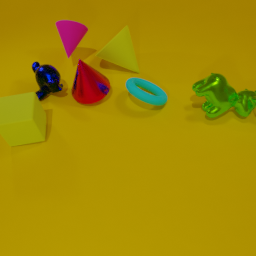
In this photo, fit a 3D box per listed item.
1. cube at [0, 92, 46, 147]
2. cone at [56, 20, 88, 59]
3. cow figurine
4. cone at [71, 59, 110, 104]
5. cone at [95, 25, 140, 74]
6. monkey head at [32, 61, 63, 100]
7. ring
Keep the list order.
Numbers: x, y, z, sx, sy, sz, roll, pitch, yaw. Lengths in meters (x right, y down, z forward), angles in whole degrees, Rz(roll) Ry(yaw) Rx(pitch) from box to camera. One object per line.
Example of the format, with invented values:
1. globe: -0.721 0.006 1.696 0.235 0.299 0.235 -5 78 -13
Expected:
1. cube: -2.694 -0.216 7.133 0.929 0.929 0.929 -10 53 -1
2. cone: -1.887 -2.792 9.149 1.052 1.052 1.056 6 89 6
3. cow figurine: 2.759 -0.929 7.685 1.580 1.606 0.881 -29 25 12
4. cone: -1.212 -1.521 7.963 1.208 1.212 1.208 -4 58 7
5. cone: -0.077 -2.324 9.202 1.421 1.416 1.416 46 50 -16
6. monkey head: -2.485 -1.377 8.317 1.028 0.861 1.429 -40 52 -11
7. ring: 0.546 -1.075 8.168 1.317 0.263 1.317 20 27 -11
